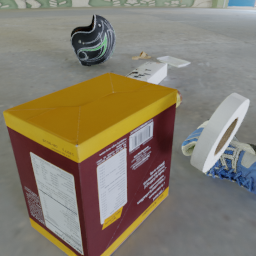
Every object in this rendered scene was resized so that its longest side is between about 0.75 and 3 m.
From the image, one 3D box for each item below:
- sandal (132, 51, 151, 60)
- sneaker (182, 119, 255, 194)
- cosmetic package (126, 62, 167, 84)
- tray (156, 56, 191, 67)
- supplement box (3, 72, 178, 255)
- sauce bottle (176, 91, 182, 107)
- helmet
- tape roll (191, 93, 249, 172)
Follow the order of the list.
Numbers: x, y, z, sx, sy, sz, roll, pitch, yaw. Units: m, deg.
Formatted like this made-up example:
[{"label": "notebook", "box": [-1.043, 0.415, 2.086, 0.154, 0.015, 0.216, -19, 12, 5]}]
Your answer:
[{"label": "sandal", "box": [0.815, -4.263, 16.338, 1.236, 0.407, 0.453, -12, 31, -21]}, {"label": "sneaker", "box": [2.419, 0.893, 6.493, 1.130, 1.111, 2.934, -30, 35, -11]}, {"label": "cosmetic package", "box": [0.843, -2.319, 12.511, 1.096, 0.672, 2.656, 13, 31, 20]}, {"label": "tray", "box": [2.483, -3.644, 15.427, 0.959, 0.198, 1.786, -18, 33, -32]}, {"label": "supplement box", "box": [-0.487, 0.609, 5.207, 1.667, 2.511, 2.476, 21, 35, 33]}, {"label": "sauce bottle", "box": [1.028, -0.701, 9.474, 0.751, 0.751, 2.274, 19, 33, 31]}, {"label": "helmet", "box": [-1.725, -4.490, 14.420, 2.263, 2.374, 2.374, -22, 30, 1]}, {"label": "tape roll", "box": [1.529, 0.090, 4.646, 0.259, 1.418, 1.418, 33, 41, 25]}]
